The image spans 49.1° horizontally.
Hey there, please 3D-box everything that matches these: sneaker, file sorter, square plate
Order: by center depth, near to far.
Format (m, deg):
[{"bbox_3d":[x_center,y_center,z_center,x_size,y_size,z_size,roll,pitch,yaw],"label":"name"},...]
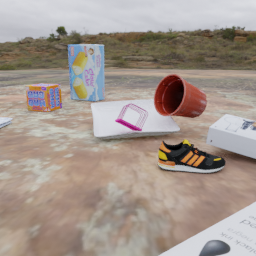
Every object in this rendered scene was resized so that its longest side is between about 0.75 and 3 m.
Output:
[{"bbox_3d":[1.254,0.523,5.488,1.330,0.598,0.465,1,14,4],"label":"sneaker"},{"bbox_3d":[0.102,-0.291,7.344,0.611,0.551,0.879,27,-5,-10],"label":"file sorter"},{"bbox_3d":[0.096,-0.272,8.338,2.301,0.330,2.322,-4,27,-8],"label":"square plate"}]

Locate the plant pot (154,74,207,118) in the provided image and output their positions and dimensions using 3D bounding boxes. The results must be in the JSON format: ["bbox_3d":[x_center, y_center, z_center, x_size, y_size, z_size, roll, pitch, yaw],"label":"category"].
[{"bbox_3d":[1.544,-0.810,7.939,1.151,1.184,1.184,11,5,-37],"label":"plant pot"}]

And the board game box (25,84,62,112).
[{"bbox_3d":[-3.473,-1.281,11.640,1.016,1.017,1.016,5,15,20],"label":"board game box"}]

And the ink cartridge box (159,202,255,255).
[{"bbox_3d":[0.589,1.429,1.004,2.551,1.057,1.872,-10,18,-36],"label":"ink cartridge box"}]

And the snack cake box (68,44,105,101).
[{"bbox_3d":[-2.047,-2.757,13.983,1.553,2.701,0.907,7,16,26],"label":"snack cake box"}]

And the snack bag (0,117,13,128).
[{"bbox_3d":[-5.016,-0.050,8.443,2.229,0.239,2.102,2,15,8],"label":"snack bag"}]

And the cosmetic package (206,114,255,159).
[{"bbox_3d":[2.844,0.230,6.248,1.791,0.463,1.351,17,26,29],"label":"cosmetic package"}]
